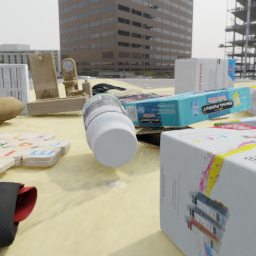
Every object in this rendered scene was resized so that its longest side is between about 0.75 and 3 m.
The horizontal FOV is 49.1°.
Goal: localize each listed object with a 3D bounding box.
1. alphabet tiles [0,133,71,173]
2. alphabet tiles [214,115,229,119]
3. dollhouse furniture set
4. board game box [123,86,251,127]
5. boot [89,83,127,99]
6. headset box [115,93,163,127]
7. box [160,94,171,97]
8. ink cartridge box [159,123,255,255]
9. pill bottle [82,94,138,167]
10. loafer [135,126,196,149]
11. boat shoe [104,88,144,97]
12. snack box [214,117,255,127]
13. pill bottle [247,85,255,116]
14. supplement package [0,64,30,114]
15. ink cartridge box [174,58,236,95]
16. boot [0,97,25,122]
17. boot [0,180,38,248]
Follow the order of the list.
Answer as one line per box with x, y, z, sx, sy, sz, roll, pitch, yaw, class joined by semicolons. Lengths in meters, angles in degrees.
-2.485;0.430;5.152;2.655;0.194;2.596;1;10;3;alphabet tiles
2.615;-0.461;9.502;1.433;0.105;1.402;-6;12;-32;alphabet tiles
-2.684;-1.792;10.363;2.507;2.148;2.637;-6;12;1;dollhouse furniture set
1.229;-0.446;5.820;2.112;0.496;1.594;-13;9;-34;board game box
-1.500;-1.510;13.046;2.233;0.889;2.709;4;17;27;boot
0.311;-0.545;8.277;1.462;0.738;1.968;-7;13;-8;headset box
1.537;-1.280;12.666;0.935;0.446;0.466;-8;14;-33;box
1.035;0.613;2.254;1.044;1.039;1.437;-5;13;-22;ink cartridge box
-0.332;0.006;4.734;0.806;0.806;1.425;-3;26;-12;pill bottle
0.728;0.241;5.358;0.502;0.573;1.595;-18;15;-32;loafer
-0.053;-1.161;11.705;2.221;0.801;0.721;-6;49;-46;boat shoe
2.968;0.018;5.367;2.226;0.590;1.583;-7;0;-39;snack box
4.642;-1.017;10.041;1.030;1.030;1.976;3;11;15;pill bottle
-4.826;-1.417;10.117;2.326;1.752;1.765;-4;12;-17;supplement package
3.281;-1.923;11.900;2.763;2.017;1.165;-8;14;-37;ink cartridge box
-3.647;-0.433;7.019;2.469;0.932;2.819;-4;9;21;boot
-1.785;0.645;3.009;1.453;0.729;2.014;-5;21;-25;boot
